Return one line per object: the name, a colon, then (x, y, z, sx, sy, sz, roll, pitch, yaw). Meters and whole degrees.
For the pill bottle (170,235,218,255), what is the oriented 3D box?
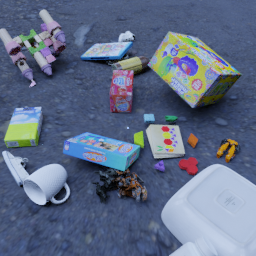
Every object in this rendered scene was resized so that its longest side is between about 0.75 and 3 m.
pill bottle: (1.494, 3.185, 6.747, 1.238, 0.708, 0.708, -41, 47, 9)

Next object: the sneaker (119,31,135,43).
sneaker: (-0.032, -5.324, 16.610, 0.687, 0.538, 1.382, 25, 49, 21)

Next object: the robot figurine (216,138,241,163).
robot figurine: (3.607, 0.773, 10.092, 0.717, 0.288, 0.989, 28, 50, 27)

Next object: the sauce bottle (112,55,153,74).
sauce bottle: (0.418, -3.132, 14.014, 2.484, 0.804, 0.804, -20, 46, -23)

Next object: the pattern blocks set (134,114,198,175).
pattern blocks set: (1.397, 0.491, 10.285, 2.379, 0.219, 2.707, 8, 45, -1)

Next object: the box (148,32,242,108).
box: (2.736, -2.364, 11.429, 2.656, 1.620, 2.558, 48, 35, 21)

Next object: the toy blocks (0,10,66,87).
toy blocks: (-4.328, -3.617, 13.935, 2.801, 2.997, 2.523, -35, 84, -17)

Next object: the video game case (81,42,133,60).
video game case: (-1.146, -4.169, 15.159, 2.410, 0.214, 1.724, 6, 41, 26)

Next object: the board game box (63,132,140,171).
board game box: (-0.826, 0.731, 9.449, 2.143, 0.482, 1.630, 14, 13, 15)

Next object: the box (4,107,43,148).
box: (-3.989, -0.064, 10.887, 1.134, 0.443, 1.859, -3, 43, -4)

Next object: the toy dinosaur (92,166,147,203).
toy dinosaur: (-0.328, 1.658, 8.869, 1.398, 1.052, 2.060, -16, 22, -37)

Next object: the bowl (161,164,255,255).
bowl: (2.754, 2.321, 7.845, 2.874, 1.073, 2.870, -30, 51, -30)

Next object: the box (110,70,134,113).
box: (-0.252, -1.623, 12.205, 0.929, 0.970, 1.946, 2, 42, 2)

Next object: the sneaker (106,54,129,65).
sneaker: (-0.548, -3.630, 14.766, 1.248, 0.495, 0.461, -13, 46, -12)

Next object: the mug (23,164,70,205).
mug: (-2.356, 1.769, 8.641, 1.278, 0.944, 1.121, 46, 42, 3)

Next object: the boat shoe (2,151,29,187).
boat shoe: (-3.659, 1.232, 9.390, 0.648, 0.562, 1.520, -27, 51, -27)
